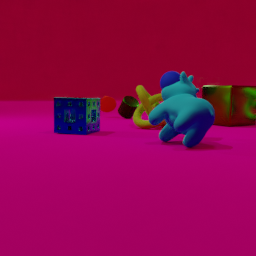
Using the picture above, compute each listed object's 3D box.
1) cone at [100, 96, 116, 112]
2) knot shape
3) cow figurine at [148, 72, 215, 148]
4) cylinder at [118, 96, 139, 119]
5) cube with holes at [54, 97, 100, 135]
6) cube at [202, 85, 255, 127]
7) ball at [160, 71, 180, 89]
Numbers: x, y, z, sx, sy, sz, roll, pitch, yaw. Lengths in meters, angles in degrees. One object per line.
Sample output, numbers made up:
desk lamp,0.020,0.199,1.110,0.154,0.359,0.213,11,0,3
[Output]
cone,-1.068,-1.367,13.781,0.875,0.875,0.878,-1,36,-13
knot shape,0.765,-0.531,8.684,1.613,1.509,0.745,32,-39,-6
cow figurine,1.227,-0.445,5.823,1.676,0.935,1.703,-43,27,-19
cylinder,0.016,-0.925,12.453,0.753,0.753,0.753,17,41,-15
cube with holes,-1.333,-0.347,7.459,0.914,0.914,0.914,3,7,16
cube,3.476,-0.791,9.675,1.320,1.320,1.320,-4,8,-29
ball,1.551,-1.596,9.932,0.833,0.833,0.833,0,6,0
